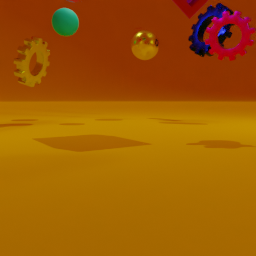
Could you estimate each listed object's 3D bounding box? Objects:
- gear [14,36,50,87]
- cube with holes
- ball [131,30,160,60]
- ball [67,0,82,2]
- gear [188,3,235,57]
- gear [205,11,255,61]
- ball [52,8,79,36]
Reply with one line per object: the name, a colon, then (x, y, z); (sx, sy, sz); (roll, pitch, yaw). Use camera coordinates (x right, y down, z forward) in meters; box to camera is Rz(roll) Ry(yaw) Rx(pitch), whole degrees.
gear: (-2.787, -1.930, 8.223); (0.261, 1.410, 1.410); (19, 10, 11)
cube with holes: (0.899, -3.038, 4.633); (1.374, 1.374, 1.374); (27, 31, -39)
ball: (0.635, -3.078, 10.407); (1.071, 1.071, 1.071); (0, 6, 0)
ball: (-1.553, -4.127, 7.934); (1.026, 1.026, 1.026); (0, 6, 0)
gear: (3.074, -3.631, 10.459); (0.353, 1.908, 1.908); (15, -2, -31)
gear: (3.183, -2.872, 8.779); (1.469, 1.469, 0.272); (4, 19, 32)
ball: (-2.247, -3.787, 10.048); (0.949, 0.949, 0.949); (0, 6, 0)
